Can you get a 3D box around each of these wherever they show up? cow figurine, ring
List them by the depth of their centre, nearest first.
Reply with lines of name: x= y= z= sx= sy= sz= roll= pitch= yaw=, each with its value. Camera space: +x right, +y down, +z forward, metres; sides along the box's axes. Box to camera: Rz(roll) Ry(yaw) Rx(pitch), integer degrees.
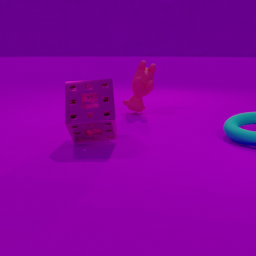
ring: x=3.453 y=0.002 z=7.352 sx=1.785 sy=0.357 sz=1.785 roll=-6 pitch=22 yaw=3
cow figurine: x=0.439 y=-1.421 z=10.229 sx=0.900 sy=1.639 sz=1.613 roll=16 pitch=-26 yaw=-7

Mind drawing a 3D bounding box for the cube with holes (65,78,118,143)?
cube with holes: x=-0.878 y=-0.394 z=6.908 sx=1.122 sy=1.122 sz=1.122 roll=-5 pitch=-25 yaw=-2
